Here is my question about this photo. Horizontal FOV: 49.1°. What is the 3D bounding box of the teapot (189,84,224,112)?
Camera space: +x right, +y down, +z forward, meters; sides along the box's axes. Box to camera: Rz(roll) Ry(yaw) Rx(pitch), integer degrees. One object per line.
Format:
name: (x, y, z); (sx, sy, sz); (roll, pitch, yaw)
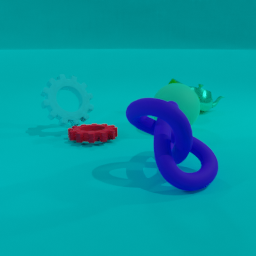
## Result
teapot: (2.410, -1.041, 9.501); (1.794, 0.879, 1.116); (15, 4, -7)

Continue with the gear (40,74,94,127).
gear: (-1.577, -0.720, 7.363); (1.371, 1.371, 0.253); (-13, -8, -36)

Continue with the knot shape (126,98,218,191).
knot shape: (0.839, 0.280, 4.909); (0.867, 1.756, 1.876); (-37, -25, 11)

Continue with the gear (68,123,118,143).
gear: (-0.868, 0.112, 6.942); (1.193, 0.221, 1.193); (-1, 12, 0)

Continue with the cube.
cube: (1.593, -0.939, 8.801); (0.781, 0.781, 0.781); (21, 26, -31)

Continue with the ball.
ball: (1.267, -0.552, 7.452); (1.268, 1.268, 1.268); (0, 17, 0)
